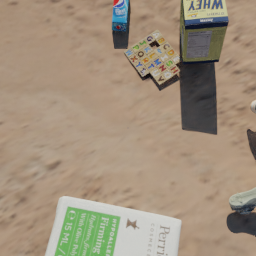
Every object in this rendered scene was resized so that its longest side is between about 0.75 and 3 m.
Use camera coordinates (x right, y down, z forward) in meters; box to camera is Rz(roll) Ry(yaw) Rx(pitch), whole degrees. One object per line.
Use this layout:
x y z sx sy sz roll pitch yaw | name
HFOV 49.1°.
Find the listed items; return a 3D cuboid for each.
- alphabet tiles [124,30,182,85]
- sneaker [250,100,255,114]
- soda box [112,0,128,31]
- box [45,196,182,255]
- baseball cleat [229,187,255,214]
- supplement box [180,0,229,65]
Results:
0.712 -1.818 7.387 1.118 0.050 1.338 -34 77 -4 | alphabet tiles
3.766 -0.593 6.773 1.734 0.688 0.680 -3 100 -22 | sneaker
-0.197 -3.285 7.563 0.400 0.423 1.246 4 78 -2 | soda box
-0.341 2.757 4.929 2.051 2.394 2.382 10 64 4 | box
2.882 1.607 6.298 1.172 0.624 0.409 -16 40 18 | baseball cleat
1.753 -2.507 6.740 0.912 1.358 1.359 -3 65 7 | supplement box
